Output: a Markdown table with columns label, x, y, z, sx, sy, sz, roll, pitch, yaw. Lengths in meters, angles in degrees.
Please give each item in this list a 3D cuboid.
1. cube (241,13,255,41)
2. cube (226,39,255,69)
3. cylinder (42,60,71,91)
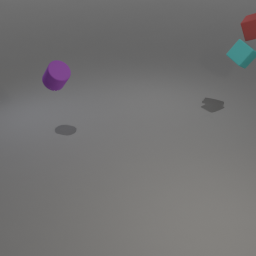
| label | x | y | z | sx | sy | sz | roll | pitch | yaw |
| --- | --- | --- | --- | --- | --- | --- | --- | --- | --- |
| cube | 4.517 | -3.614 | 9.923 | 0.700 | 0.700 | 0.700 | -2 | 37 | 43 |
| cube | 4.222 | -2.725 | 10.340 | 0.700 | 0.700 | 0.700 | 0 | 46 | -49 |
| cylinder | -2.203 | -1.600 | 8.607 | 0.700 | 0.700 | 0.700 | -25 | -6 | -37 |
